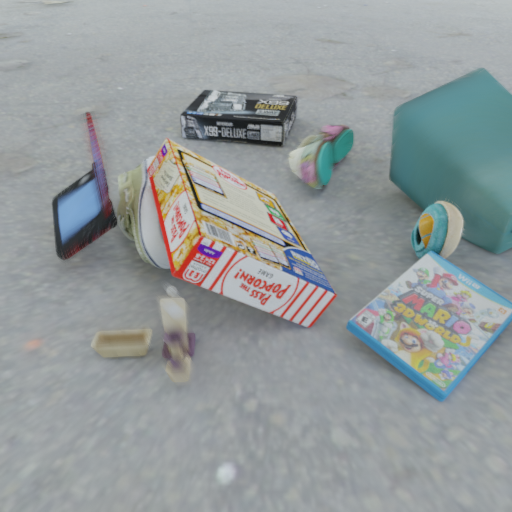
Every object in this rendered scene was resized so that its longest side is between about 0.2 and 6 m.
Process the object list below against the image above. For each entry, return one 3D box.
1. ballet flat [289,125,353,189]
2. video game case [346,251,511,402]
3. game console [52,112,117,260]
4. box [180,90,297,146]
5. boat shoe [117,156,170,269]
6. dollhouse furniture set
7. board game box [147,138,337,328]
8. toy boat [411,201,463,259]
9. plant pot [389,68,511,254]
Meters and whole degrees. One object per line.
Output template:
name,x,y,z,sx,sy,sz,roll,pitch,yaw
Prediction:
ballet flat,1.277,-2.118,11.779,0.980,0.952,2.754,6,31,22
video game case,2.471,0.855,7.717,1.522,0.189,2.127,38,51,26
game console,-2.901,-1.145,8.983,1.594,1.098,1.849,-34,41,5
box,-0.361,-3.471,13.924,2.545,0.633,2.007,7,35,11
boat shoe,-1.857,-0.707,9.733,1.032,1.198,3.328,-24,31,4
dollhouse furniture set,-1.496,0.947,7.106,1.335,0.947,1.058,-3,25,0
board game box,-0.333,-0.439,8.461,2.300,0.703,3.037,24,24,-30
toy boat,2.773,-0.099,8.760,0.711,1.286,1.530,2,66,-3
plant pot,3.903,-1.509,9.739,1.876,1.877,2.655,-26,55,-9
